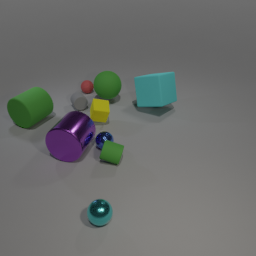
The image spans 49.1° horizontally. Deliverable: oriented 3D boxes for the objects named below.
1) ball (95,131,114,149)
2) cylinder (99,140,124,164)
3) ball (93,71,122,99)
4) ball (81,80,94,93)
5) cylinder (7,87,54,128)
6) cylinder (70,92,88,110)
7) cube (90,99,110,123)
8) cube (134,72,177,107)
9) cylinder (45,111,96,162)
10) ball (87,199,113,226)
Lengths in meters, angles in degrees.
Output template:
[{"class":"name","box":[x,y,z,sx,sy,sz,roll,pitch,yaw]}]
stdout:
[{"class":"ball","box":[-0.893,0.473,10.658,0.700,0.700,0.700,0,31,0]},{"class":"cylinder","box":[-0.570,0.845,9.832,0.700,0.700,0.700,18,31,-3]},{"class":"ball","box":[-1.022,-2.142,13.977,1.400,1.400,1.400,0,31,0]},{"class":"ball","box":[-2.223,-2.253,15.277,0.700,0.700,0.700,0,31,0]},{"class":"cylinder","box":[-4.248,-0.910,12.251,1.400,1.400,1.400,14,35,23]},{"class":"cylinder","box":[-2.375,-1.308,13.612,0.700,0.700,0.700,-13,30,-21]},{"class":"cube","box":[-1.224,-0.748,12.085,0.700,0.700,0.700,7,49,-17]},{"class":"cube","box":[1.309,-1.811,13.148,1.400,1.400,1.400,3,16,39]},{"class":"cylinder","box":[-2.067,0.287,10.265,1.400,1.400,1.400,8,31,13]},{"class":"ball","box":[-0.762,2.282,7.595,0.700,0.700,0.700,0,31,0]}]
